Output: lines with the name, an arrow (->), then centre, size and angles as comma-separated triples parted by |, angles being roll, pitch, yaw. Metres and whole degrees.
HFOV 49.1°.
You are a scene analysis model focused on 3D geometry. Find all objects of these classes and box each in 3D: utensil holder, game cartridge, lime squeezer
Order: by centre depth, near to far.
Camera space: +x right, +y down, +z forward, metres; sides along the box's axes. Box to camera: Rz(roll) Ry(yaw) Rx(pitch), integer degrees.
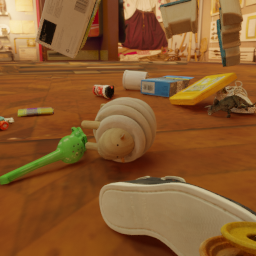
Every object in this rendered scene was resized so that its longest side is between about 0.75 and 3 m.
lime squeezer -> -1.261, 0.415, 5.829 | 1.048, 0.560, 2.968 | -27, 9, 19
game cartridge -> 2.756, -1.470, 10.638 | 2.062, 0.334, 1.818 | -29, 14, -16
utensil holder -> 0.430, -2.485, 14.700 | 1.183, 1.005, 1.005 | 8, 18, 16

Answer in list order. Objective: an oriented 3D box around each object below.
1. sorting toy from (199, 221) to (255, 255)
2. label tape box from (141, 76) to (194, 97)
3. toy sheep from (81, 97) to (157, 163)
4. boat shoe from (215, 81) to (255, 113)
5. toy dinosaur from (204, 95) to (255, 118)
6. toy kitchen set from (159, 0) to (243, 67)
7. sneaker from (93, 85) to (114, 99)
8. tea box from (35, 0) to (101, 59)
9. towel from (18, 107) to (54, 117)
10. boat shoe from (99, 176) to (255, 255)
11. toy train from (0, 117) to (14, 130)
sorting toy -> 1.186, 0.968, 1.850 | 1.333, 0.911, 2.218 | 4, -1, 42
label tape box -> 1.964, -2.061, 13.645 | 1.652, 0.725, 2.291 | 14, 21, 39
toy sheep -> -0.069, -0.012, 5.618 | 1.373, 1.373, 1.992 | 5, 31, 18
boat shoe -> 3.864, -1.195, 10.162 | 0.867, 1.001, 2.348 | -1, 16, -4
toy dinosaur -> 3.352, -0.807, 9.028 | 1.574, 0.606, 0.805 | -20, 45, 4
toy kitchen set -> 2.264, -3.079, 8.587 | 2.108, 1.550, 2.631 | -7, -22, 17
sneaker -> -1.167, -1.618, 12.455 | 0.912, 0.568, 1.702 | 0, 13, 5
tea box -> -1.696, -3.343, 8.312 | 1.222, 1.829, 1.799 | 22, 31, -10
towel -> -3.108, -0.547, 9.513 | 1.178, 0.134, 0.846 | -6, 18, -17
boat shoe -> 0.532, 0.906, 2.985 | 0.645, 0.790, 2.139 | -8, -1, -40
toy train -> -4.362, -0.282, 7.770 | 2.108, 0.586, 1.584 | -4, 17, -13
